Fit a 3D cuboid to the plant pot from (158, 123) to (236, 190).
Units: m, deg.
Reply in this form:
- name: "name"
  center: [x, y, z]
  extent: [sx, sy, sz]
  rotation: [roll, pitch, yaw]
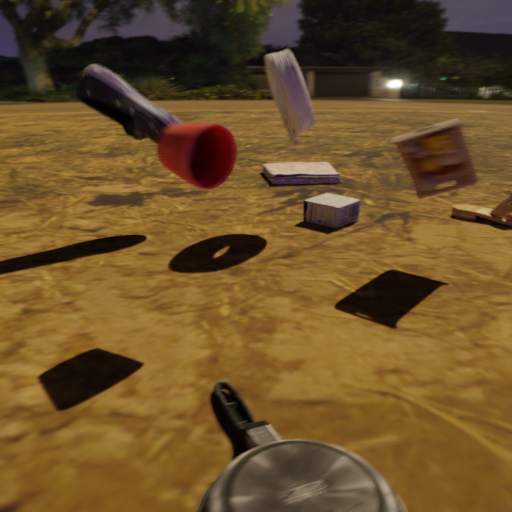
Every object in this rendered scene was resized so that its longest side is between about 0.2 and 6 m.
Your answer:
- name: "plant pot"
  center: [-0.881, -1.456, 7.886]
  extent: [0.929, 0.929, 0.822]
  rotation: [-18, 29, -41]

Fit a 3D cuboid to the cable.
- name: "cable"
  center: [0.737, -3.590, 12.326]
  extent: [0.634, 1.830, 1.830]
  rotation: [-20, 64, 2]

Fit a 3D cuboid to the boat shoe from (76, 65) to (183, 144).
- name: "boat shoe"
  center: [-2.585, -2.925, 11.982]
  extent: [2.740, 0.776, 0.940]
  rotation: [33, -21, -29]

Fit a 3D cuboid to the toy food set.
- name: "toy food set"
  center: [3.165, -1.670, 9.873]
  extent: [1.110, 1.546, 0.467]
  rotation: [-14, 50, 26]

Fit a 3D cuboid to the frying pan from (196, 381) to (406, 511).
- name: "frying pan"
  center: [0.382, 1.865, 5.049]
  extent: [1.774, 0.477, 2.932]
  rotation: [1, 23, 0]

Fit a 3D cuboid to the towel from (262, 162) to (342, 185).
- name: "towel"
  center: [1.410, -2.645, 17.694]
  extent: [2.209, 0.356, 2.110]
  rotation: [-2, 20, -7]

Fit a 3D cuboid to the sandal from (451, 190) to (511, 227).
- name: "sandal"
  center: [5.713, -1.152, 12.902]
  extent: [2.294, 0.754, 0.841]
  rotation: [12, 23, 30]

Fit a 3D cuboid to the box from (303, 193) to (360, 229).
- name: "box"
  center: [1.739, -1.056, 12.982]
  extent: [0.986, 0.517, 0.907]
  rotation: [18, 27, 39]
